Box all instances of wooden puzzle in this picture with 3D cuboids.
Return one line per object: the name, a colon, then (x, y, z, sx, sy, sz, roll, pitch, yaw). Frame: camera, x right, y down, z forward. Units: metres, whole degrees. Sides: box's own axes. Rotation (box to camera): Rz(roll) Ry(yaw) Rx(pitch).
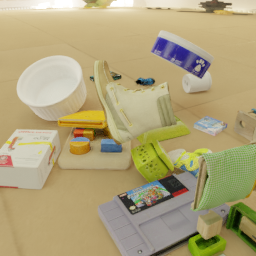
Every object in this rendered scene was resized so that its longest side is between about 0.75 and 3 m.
wooden puzzle: (-1.013, 0.447, 9.425, 2.242, 0.560, 2.421, 1, 30, 1)

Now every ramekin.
ramekin: (-2.954, -1.555, 11.327, 2.626, 1.280, 2.626, -5, 57, 8)

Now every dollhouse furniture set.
dollhouse furniture set: (5.133, -0.811, 9.639, 1.779, 2.524, 1.769, -15, 33, -24)
dollhouse furniture set: (2.217, 1.638, 5.408, 1.610, 2.458, 1.234, -13, 30, -26)

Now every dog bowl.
dog bowl: (1.950, -2.644, 10.192, 2.176, 0.857, 2.176, 26, 15, -7)

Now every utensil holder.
utensil holder: (3.381, -2.251, 13.789, 1.130, 0.960, 0.960, -11, 31, -15)

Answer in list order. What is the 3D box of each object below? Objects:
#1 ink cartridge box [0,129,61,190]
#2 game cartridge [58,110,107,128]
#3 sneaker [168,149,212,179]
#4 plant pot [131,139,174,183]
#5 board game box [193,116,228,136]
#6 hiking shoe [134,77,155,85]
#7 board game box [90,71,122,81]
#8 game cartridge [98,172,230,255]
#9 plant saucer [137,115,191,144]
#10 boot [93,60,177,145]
ink cartridge box: (-3.012, 0.856, 8.434, 1.424, 0.818, 1.962, 2, 30, 3)
game cartridge: (-1.298, -0.360, 10.471, 1.804, 0.332, 2.046, 3, 11, 19)
sneaker: (1.778, 1.152, 8.190, 0.704, 0.977, 1.859, -33, 13, -31)
plant pot: (0.724, 0.924, 7.936, 0.842, 0.928, 0.923, -35, 32, 8)
board game box: (3.164, -0.096, 10.738, 0.928, 0.201, 0.923, 26, 40, 37)
hiking shoe: (0.906, -2.391, 14.642, 1.083, 0.403, 0.470, 8, 34, 35)
board game box: (-1.234, -2.792, 15.466, 1.484, 0.209, 1.004, -22, 36, -33)
game cartridge: (0.876, 2.021, 6.779, 2.814, 0.540, 1.824, -15, 37, -25)
plant saucer: (1.041, -0.247, 10.716, 2.026, 0.485, 2.023, -12, 32, -21)
boot: (0.170, -0.922, 7.391, 1.822, 2.357, 0.849, -19, -7, 14)
